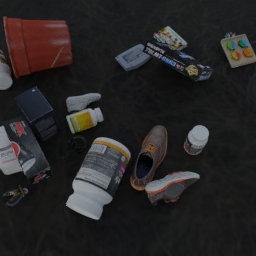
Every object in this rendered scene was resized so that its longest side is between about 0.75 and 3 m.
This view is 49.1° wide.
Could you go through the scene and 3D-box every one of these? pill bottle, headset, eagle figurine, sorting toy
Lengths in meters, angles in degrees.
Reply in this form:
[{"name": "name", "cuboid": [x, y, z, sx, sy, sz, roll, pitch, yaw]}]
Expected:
[{"name": "pill bottle", "cuboid": [-5.677, -2.557, 12.161, 1.007, 1.007, 1.762, -26, 64, -13]}, {"name": "pill bottle", "cuboid": [-1.698, -0.333, 11.124, 1.335, 0.753, 0.753, -20, 64, -11]}, {"name": "pill bottle", "cuboid": [2.549, 0.452, 10.420, 0.729, 1.252, 0.729, 0, 61, 0]}, {"name": "pill bottle", "cuboid": [-1.006, 1.705, 9.643, 1.466, 1.466, 2.519, 20, 64, 10]}, {"name": "headset", "cuboid": [-2.002, 0.778, 10.408, 0.668, 0.508, 1.082, 40, 73, 11]}, {"name": "eagle figurine", "cuboid": [-4.005, 2.361, 9.905, 0.784, 0.592, 0.595, -40, 21, 12]}, {"name": "sorting toy", "cuboid": [5.131, -3.589, 12.930, 1.330, 0.262, 1.437, -15, 79, -8]}]

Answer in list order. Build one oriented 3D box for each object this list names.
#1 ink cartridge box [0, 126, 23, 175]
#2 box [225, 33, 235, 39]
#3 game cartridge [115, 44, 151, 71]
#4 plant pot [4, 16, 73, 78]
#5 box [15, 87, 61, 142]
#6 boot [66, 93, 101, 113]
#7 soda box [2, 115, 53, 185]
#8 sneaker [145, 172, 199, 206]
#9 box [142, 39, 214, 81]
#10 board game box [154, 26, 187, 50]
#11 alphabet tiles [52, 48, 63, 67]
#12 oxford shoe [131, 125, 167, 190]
[{"name": "ink cartridge box", "cuboid": [-4.214, 0.721, 10.552, 1.249, 0.706, 1.705, -16, 63, -13]}, {"name": "box", "cuboid": [4.947, -4.107, 13.417, 0.422, 0.252, 1.025, 2, 62, 1]}, {"name": "game cartridge", "cuboid": [0.288, -3.244, 12.953, 1.485, 0.308, 0.989, -32, 71, -16]}, {"name": "plant pot", "cuboid": [-3.738, -3.531, 11.993, 2.427, 2.495, 2.495, -10, 62, -14]}, {"name": "box", "cuboid": [-3.370, -0.487, 10.642, 0.904, 1.733, 1.282, -33, 67, -16]}, {"name": "boot", "cuboid": [-1.817, -0.985, 11.673, 1.453, 0.534, 0.694, -10, 72, 0]}, {"name": "soda box", "cuboid": [-3.516, 0.740, 9.761, 0.836, 0.748, 2.362, -24, 66, -23]}, {"name": "sneaker", "cuboid": [1.604, 2.150, 9.942, 2.105, 0.811, 0.862, -14, 97, -17]}, {"name": "box", "cuboid": [2.173, -2.798, 11.656, 2.509, 0.628, 2.528, 33, 23, 17]}, {"name": "board game box", "cuboid": [2.026, -4.232, 13.480, 0.909, 0.249, 1.440, -32, 66, -17]}, {"name": "alphabet tiles", "cuboid": [-2.682, -2.700, 10.654, 0.025, 0.659, 0.792, 30, 65, -17]}, {"name": "oxford shoe", "cuboid": [0.880, 0.941, 10.310, 0.957, 0.979, 2.685, 17, 63, 9]}]
